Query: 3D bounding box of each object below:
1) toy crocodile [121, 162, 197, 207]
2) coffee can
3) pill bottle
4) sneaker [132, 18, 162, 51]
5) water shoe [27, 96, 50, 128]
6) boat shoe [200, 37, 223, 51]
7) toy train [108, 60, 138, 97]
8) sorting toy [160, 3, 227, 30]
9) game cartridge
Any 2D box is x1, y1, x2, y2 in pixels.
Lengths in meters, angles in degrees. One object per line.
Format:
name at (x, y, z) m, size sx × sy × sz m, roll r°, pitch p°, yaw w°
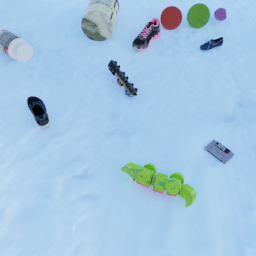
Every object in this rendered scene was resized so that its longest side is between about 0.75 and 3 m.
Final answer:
toy crocodile at (0.801, 1.418, 7.412) m, size 2.084 × 0.643 × 0.703 m, roll 18°, pitch 12°, yaw 16°
coffee can at (-1.164, -4.806, 12.009) m, size 1.341 × 1.341 × 1.833 m, roll 5°, pitch 51°, yaw 4°
pill bottle at (-4.522, -3.235, 11.044) m, size 1.502 × 0.855 × 0.855 m, roll 33°, pitch 58°, yaw 25°
sneaker at (0.767, -3.937, 11.610) m, size 0.744 × 0.898 × 1.883 m, roll 27°, pitch 57°, yaw 19°
water shoe at (-2.919, -0.670, 9.098) m, size 0.544 × 0.601 × 1.523 m, roll -26°, pitch 55°, yaw -20°
boat shoe at (3.451, -3.537, 11.599) m, size 1.110 × 0.381 × 0.467 m, roll -26°, pitch 55°, yaw -20°
toy train at (-0.224, -1.738, 10.012) m, size 0.327 × 0.439 × 1.916 m, roll 1°, pitch 45°, yaw -44°
sorting toy at (2.883, -5.128, 12.751) m, size 2.999 × 1.040 × 1.033 m, roll -5°, pitch 27°, yaw -2°
game cartridge at (2.707, 0.690, 8.295) m, size 0.488 × 0.144 × 0.753 m, roll -38°, pitch 60°, yaw -22°
